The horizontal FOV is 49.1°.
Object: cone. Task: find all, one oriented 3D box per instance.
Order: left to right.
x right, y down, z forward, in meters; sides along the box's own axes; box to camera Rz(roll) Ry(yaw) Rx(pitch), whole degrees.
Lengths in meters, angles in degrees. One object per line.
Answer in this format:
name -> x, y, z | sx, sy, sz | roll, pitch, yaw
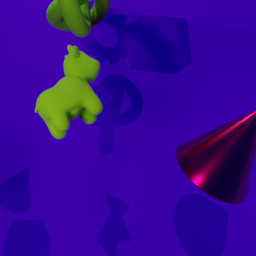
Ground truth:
cone -> 1.746, 0.218, 4.550 | 1.415, 1.415, 1.420 | 34, 120, 9

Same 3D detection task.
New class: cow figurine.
cow figurine -> -0.772, -0.512, 3.644 | 1.070, 0.587, 1.052 | -29, 81, -30

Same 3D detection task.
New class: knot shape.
knot shape -> -0.821, -2.455, 5.102 | 0.953, 2.063, 1.931 | 32, 34, -11
